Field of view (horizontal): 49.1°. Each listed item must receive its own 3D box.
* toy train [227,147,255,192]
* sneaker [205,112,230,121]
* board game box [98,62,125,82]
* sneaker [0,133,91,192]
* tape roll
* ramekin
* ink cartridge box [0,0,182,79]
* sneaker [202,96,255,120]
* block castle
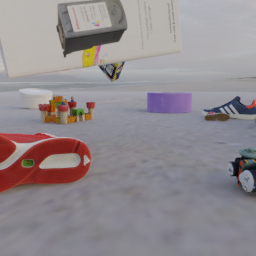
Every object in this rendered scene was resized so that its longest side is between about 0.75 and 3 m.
[{"bbox_3d":[1.635,0.473,2.974,1.055,0.450,0.601,-1,18,-5],"label":"toy train"},{"bbox_3d":[2.823,-0.372,8.863,0.759,0.270,0.427,1,12,17],"label":"sneaker"},{"bbox_3d":[-0.586,-1.951,7.899,0.296,1.044,0.863,-34,-11,-28],"label":"board game box"},{"bbox_3d":[-1.461,0.355,3.368,1.836,0.719,1.061,10,-4,-23],"label":"sneaker"},{"bbox_3d":[1.761,-1.118,11.941,1.911,0.812,1.911,0,8,0],"label":"tape roll"},{"bbox_3d":[-4.415,-1.408,13.400,1.564,0.728,1.564,5,18,-2],"label":"ramekin"},{"bbox_3d":[-0.714,-1.515,4.421,2.536,1.086,1.871,-15,17,-20],"label":"ink cartridge box"},{"bbox_3d":[3.431,-0.707,9.447,1.786,0.755,0.670,3,9,23],"label":"sneaker"},{"bbox_3d":[-1.873,-0.608,8.749,1.096,0.770,1.640,4,10,28],"label":"block castle"}]
